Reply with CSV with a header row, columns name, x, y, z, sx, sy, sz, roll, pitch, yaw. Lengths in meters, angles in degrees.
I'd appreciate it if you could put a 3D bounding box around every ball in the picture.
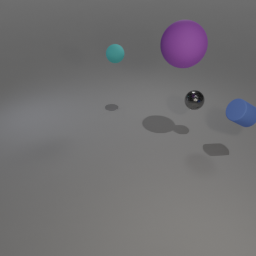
name,x,y,z,sx,sy,sz,roll,pitch,yaw
ball,1.678,-2.514,8.438,1.400,1.400,1.400,0,30,0
ball,-0.487,-2.808,10.592,0.700,0.700,0.700,0,30,0
ball,2.366,-0.991,9.972,0.700,0.700,0.700,0,30,0

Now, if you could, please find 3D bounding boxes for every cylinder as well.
name,x,y,z,sx,sy,sz,roll,pitch,yaw
cylinder,3.441,-0.449,8.441,0.700,0.700,0.700,19,18,-33
